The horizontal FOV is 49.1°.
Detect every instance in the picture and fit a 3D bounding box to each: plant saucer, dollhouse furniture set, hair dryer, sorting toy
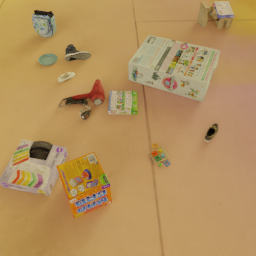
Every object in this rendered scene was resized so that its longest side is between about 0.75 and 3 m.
[{"bbox_3d":[-3.301,-2.814,11.572,0.782,0.107,0.782,0,50,-1],"label":"plant saucer"},{"bbox_3d":[4.110,-5.408,13.233,1.389,0.923,1.217,-9,50,-7],"label":"dollhouse furniture set"},{"bbox_3d":[-1.478,-1.165,9.918,1.380,0.492,1.812,29,55,22],"label":"hair dryer"},{"bbox_3d":[0.939,0.801,8.489,0.514,0.124,0.913,-19,52,-15],"label":"sorting toy"}]

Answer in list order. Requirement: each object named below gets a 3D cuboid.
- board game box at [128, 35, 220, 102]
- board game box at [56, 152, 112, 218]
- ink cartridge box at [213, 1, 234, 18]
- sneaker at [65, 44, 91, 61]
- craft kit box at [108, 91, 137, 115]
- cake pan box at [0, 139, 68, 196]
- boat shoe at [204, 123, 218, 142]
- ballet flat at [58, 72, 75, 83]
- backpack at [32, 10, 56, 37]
[{"bbox_3d":[1.754,-2.360,10.651,2.918,0.938,2.153,18,53,16],"label":"board game box"},{"bbox_3d":[-1.123,1.480,7.291,1.061,1.061,1.062,-19,52,-16],"label":"board game box"},{"bbox_3d":[4.518,-5.532,13.228,0.716,0.252,1.200,-3,57,-4],"label":"ink cartridge box"},{"bbox_3d":[-2.098,-3.197,11.694,1.075,0.409,0.777,-6,53,-3],"label":"sneaker"},{"bbox_3d":[-0.166,-0.906,9.880,1.001,0.246,1.014,-1,50,3],"label":"craft kit box"},{"bbox_3d":[-2.662,1.088,8.073,1.440,0.409,1.564,11,51,7],"label":"cake pan box"},{"bbox_3d":[2.716,0.103,9.002,0.289,0.244,0.809,26,55,21],"label":"boat shoe"},{"bbox_3d":[-2.368,-2.008,10.796,0.755,0.262,0.262,-34,57,-26],"label":"ballet flat"},{"bbox_3d":[-3.738,-4.576,12.459,0.951,1.039,0.764,10,51,11],"label":"backpack"}]
